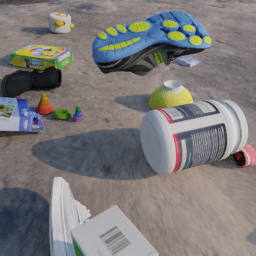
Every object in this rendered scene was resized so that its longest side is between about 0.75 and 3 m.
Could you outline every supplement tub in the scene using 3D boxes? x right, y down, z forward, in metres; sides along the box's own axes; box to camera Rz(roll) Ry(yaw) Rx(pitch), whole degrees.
[{"bbox_3d":[1.645,0.174,7.246,2.348,1.648,1.648,-11,36,-16],"label":"supplement tub"}]

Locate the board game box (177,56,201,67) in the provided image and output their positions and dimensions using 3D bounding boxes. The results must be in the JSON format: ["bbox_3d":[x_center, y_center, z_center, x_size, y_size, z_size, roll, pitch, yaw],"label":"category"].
[{"bbox_3d":[2.949,-3.240,13.574,0.806,0.176,0.810,-28,43,-33],"label":"board game box"}]

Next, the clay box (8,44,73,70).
[{"bbox_3d":[-4.236,-3.420,13.403,2.761,0.657,1.586,12,35,15],"label":"clay box"}]

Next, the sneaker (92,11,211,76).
[{"bbox_3d":[0.546,-1.877,6.457,2.798,1.159,0.992,-14,72,-10],"label":"sneaker"}]

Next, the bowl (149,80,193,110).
[{"bbox_3d":[1.556,-1.178,9.962,1.595,0.858,1.595,0,34,0],"label":"bowl"}]

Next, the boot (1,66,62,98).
[{"bbox_3d":[-3.620,-1.783,10.822,1.871,0.851,2.227,-3,28,3],"label":"boot"}]

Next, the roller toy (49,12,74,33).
[{"bbox_3d":[-4.338,-6.720,17.761,1.389,1.064,1.523,26,39,23],"label":"roller toy"}]

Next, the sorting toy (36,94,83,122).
[{"bbox_3d":[-2.327,-0.731,9.456,1.834,0.632,0.636,15,28,20],"label":"sorting toy"}]

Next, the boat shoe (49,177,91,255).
[{"bbox_3d":[-1.116,1.905,5.545,0.801,0.842,2.338,2,31,-20],"label":"boat shoe"}]

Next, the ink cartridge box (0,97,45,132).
[{"bbox_3d":[-3.982,-0.469,8.534,2.709,0.568,1.616,5,24,-27],"label":"ink cartridge box"}]

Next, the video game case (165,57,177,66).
[{"bbox_3d":[1.007,-2.030,7.229,0.136,0.689,0.760,-22,2,-8],"label":"video game case"}]

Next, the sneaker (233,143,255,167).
[{"bbox_3d":[3.175,0.594,7.816,0.601,0.511,1.387,8,37,-12],"label":"sneaker"}]

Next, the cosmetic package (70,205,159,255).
[{"bbox_3d":[-0.182,2.196,4.103,0.797,1.878,1.011,-23,41,-30],"label":"cosmetic package"}]
